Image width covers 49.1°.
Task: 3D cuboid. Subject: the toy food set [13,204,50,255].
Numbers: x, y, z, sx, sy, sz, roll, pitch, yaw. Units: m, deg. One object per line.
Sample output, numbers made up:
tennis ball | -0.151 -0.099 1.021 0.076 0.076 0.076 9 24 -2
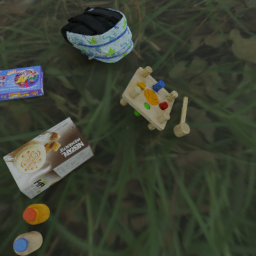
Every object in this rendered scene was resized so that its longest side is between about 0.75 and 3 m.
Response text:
toy food set | -2.624 2.446 5.521 2.332 1.049 1.113 -25 77 -11

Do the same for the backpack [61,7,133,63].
backpack | -0.814 -2.963 8.778 1.779 1.677 2.181 -39 28 -19

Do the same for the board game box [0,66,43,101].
board game box | -3.339 -1.368 8.544 1.418 0.318 0.954 -8 58 -5

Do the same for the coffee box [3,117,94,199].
coffee box | -1.889 0.716 6.870 1.834 0.731 1.049 -33 63 -14

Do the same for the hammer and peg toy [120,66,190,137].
hammer and peg toy | 0.819 -0.638 7.622 1.995 0.704 1.467 40 45 -15
